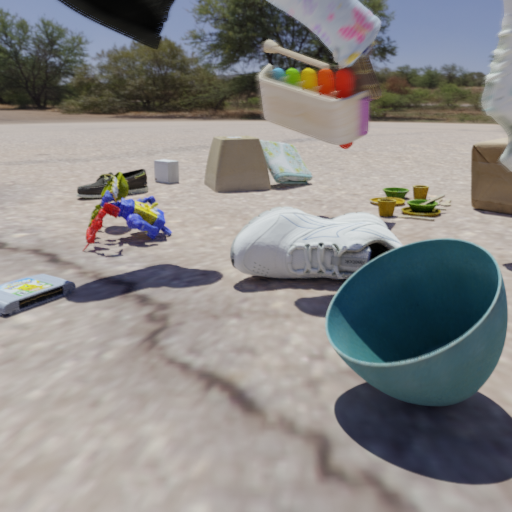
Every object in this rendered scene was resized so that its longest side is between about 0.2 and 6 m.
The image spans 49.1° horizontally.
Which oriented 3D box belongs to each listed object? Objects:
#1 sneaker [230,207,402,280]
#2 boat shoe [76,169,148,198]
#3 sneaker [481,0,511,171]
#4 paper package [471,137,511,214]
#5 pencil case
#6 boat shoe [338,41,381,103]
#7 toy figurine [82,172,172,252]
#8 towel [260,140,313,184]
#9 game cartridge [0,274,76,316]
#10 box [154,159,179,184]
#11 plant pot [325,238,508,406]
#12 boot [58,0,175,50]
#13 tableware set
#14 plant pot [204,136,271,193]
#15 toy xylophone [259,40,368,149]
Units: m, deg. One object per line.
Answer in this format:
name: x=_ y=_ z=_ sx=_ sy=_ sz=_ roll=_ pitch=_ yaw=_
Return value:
sneaker: x=0.903 y=-0.111 z=7.495 sx=2.531 sy=0.943 sz=1.102 roll=-7 pitch=23 yaw=-19
boat shoe: x=-3.487 y=-1.754 z=13.574 sx=1.884 sy=0.567 sz=0.671 roll=-15 pitch=22 yaw=-42
sneaker: x=3.750 y=-2.584 z=7.756 sx=1.249 sy=3.117 sz=1.096 roll=-16 pitch=15 yaw=18
paper package: x=6.395 y=-1.744 z=11.902 sx=2.761 sy=1.498 sz=2.896 roll=15 pitch=23 yaw=42
pencil case: x=0.813 y=-3.075 z=6.960 sx=1.542 sy=0.699 sz=0.641 roll=37 pitch=36 yaw=-14
boat shoe: x=1.771 y=-3.729 z=10.076 sx=0.718 sy=2.413 sz=0.867 roll=-9 pitch=51 yaw=13
toy figurine: x=-2.136 y=-0.611 z=9.804 sx=1.313 sy=1.156 sz=2.191 roll=25 pitch=11 yaw=-19
towel: x=0.762 y=-2.489 z=14.994 sx=1.469 sy=0.354 sz=1.258 roll=-4 pitch=58 yaw=-46
game cartridge: x=-2.810 y=0.449 z=6.813 sx=0.667 sy=0.203 sz=1.001 roll=6 pitch=17 yaw=32
box: x=-2.474 y=-2.334 z=15.467 sx=0.606 sy=0.609 sz=0.398 roll=14 pitch=21 yaw=39
plant pot: x=1.375 y=0.645 z=4.471 sx=1.376 sy=0.927 sz=1.376 roll=-26 pitch=27 yaw=15
boot: x=-1.845 y=-3.808 z=7.567 sx=1.894 sy=1.416 sz=0.713 roll=7 pitch=22 yaw=-49
tableware set: x=3.262 y=-1.244 z=12.178 sx=1.716 sy=0.391 sz=2.547 roll=8 pitch=19 yaw=26
plant pot: x=-0.511 y=-2.445 z=14.626 sx=1.480 sy=1.310 sz=1.478 roll=-4 pitch=17 yaw=-16
toy xylophone: x=0.984 y=-3.102 z=10.723 sx=2.593 sy=1.898 sz=0.651 roll=34 pitch=58 yaw=27
